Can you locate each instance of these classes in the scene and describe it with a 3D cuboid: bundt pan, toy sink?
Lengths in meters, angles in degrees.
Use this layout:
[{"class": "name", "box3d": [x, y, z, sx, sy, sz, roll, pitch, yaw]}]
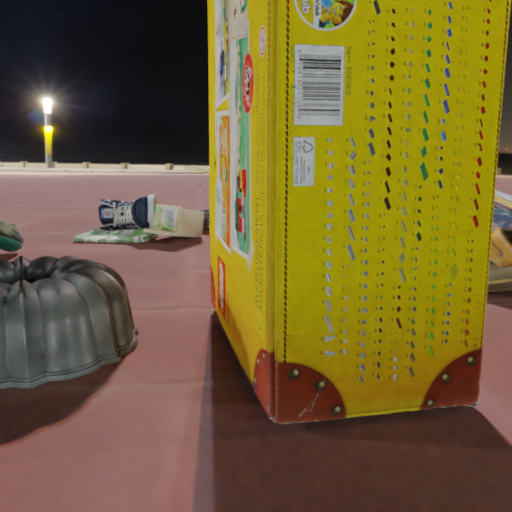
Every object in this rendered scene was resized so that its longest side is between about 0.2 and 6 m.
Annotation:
[{"class": "bundt pan", "box3d": [-2.387, 0.530, 5.783, 2.317, 0.869, 2.317, 0, 10, 0]}, {"class": "toy sink", "box3d": [-1.896, -0.818, 12.948, 0.788, 0.678, 1.209, 9, 5, 34]}]

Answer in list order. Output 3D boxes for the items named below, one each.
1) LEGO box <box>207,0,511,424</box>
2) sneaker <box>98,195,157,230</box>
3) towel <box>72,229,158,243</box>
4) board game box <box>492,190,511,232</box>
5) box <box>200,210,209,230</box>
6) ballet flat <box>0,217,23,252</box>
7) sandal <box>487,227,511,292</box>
[{"class": "LEGO box", "box3d": [0.590, -1.285, 5.382, 1.761, 4.565, 3.399, -2, 11, -12]}, {"class": "sneaker", "box3d": [-3.213, -1.053, 13.935, 1.331, 0.860, 2.453, 1, -1, -18]}, {"class": "towel", "box3d": [-3.215, -0.475, 12.990, 1.634, 0.191, 1.246, 2, 11, 8]}, {"class": "board game box", "box3d": [4.646, -0.939, 11.403, 2.976, 0.515, 2.016, 7, 26, -28]}, {"class": "box", "box3d": [-0.130, -0.947, 14.563, 2.119, 0.527, 1.671, 8, 13, 36]}, {"class": "ballet flat", "box3d": [-5.113, -0.570, 10.492, 0.699, 0.699, 1.884, 2, -14, 9]}, {"class": "sandal", "box3d": [3.712, 0.035, 7.810, 1.336, 0.899, 3.327, -3, 1, -23]}]
